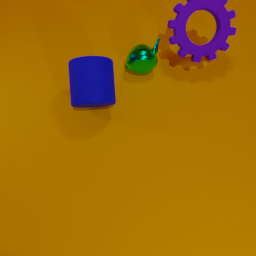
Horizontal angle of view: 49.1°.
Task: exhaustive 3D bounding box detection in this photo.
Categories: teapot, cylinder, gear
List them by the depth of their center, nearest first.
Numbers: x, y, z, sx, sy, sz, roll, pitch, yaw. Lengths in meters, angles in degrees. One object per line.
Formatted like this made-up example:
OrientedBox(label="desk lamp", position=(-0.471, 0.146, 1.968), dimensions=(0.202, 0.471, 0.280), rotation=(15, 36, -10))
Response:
OrientedBox(label="cylinder", position=(-0.920, -1.148, 7.213), dimensions=(1.150, 1.150, 1.150), rotation=(-4, 90, -2))
OrientedBox(label="gear", position=(1.988, -2.712, 7.583), dimensions=(1.786, 1.786, 0.330), rotation=(-3, 17, -2))
OrientedBox(label="teapot", position=(0.425, -2.049, 8.038), dimensions=(0.908, 1.460, 0.715), rotation=(20, 58, -38))
